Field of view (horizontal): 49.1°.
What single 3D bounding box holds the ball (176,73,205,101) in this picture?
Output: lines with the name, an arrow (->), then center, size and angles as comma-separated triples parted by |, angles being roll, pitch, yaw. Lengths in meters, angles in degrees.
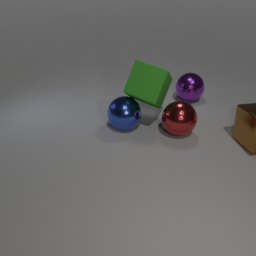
ball -> 3.057, -2.020, 13.825 | 1.400, 1.400, 1.400 | 0, 31, 0

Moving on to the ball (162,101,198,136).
ball -> 2.033, -0.381, 11.090 | 1.400, 1.400, 1.400 | 0, 31, 0

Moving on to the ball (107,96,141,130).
ball -> -0.150, -0.607, 11.466 | 1.400, 1.400, 1.400 | 0, 31, 0

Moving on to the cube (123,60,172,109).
cube -> 0.848, -1.749, 11.415 | 1.400, 1.400, 1.400 | 23, 3, 16

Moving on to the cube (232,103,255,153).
cube -> 4.930, -0.050, 10.364 | 1.400, 1.400, 1.400 | -5, 25, -8
